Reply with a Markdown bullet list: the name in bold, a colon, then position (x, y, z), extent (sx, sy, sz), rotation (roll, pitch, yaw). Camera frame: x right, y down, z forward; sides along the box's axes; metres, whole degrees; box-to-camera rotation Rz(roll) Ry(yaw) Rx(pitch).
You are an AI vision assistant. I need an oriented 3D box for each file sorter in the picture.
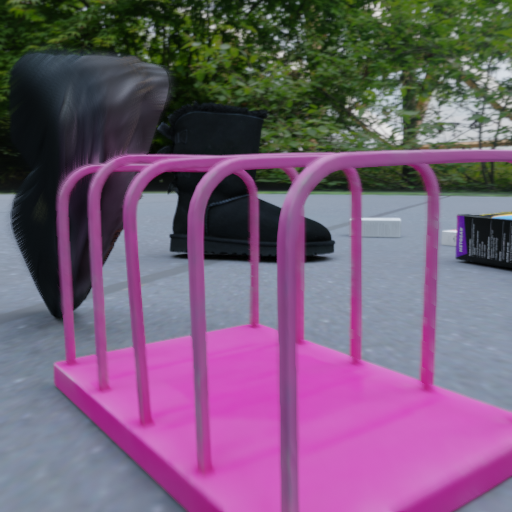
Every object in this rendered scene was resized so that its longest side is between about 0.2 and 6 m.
- **file sorter**: position (0.055, 0.216, 3.562), extent (1.912, 1.726, 2.751), rotation (-7, 11, -36)

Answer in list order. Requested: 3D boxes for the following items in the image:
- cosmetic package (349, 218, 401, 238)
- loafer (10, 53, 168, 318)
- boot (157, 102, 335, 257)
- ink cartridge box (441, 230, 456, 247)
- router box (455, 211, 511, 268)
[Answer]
- **cosmetic package**: position (3.025, -0.719, 14.254), extent (1.281, 0.474, 0.651), rotation (0, 8, 14)
- **loafer**: position (-1.608, -0.473, 5.423), extent (1.162, 1.170, 3.214), rotation (-22, -22, -36)
- **boot**: position (-0.173, -1.389, 10.576), extent (3.400, 2.786, 1.258), rotation (3, 2, 9)
- **ink cartridge box**: position (4.664, -0.371, 12.304), extent (0.578, 0.335, 0.993), rotation (-6, 11, -37)
- **router box**: position (5.752, -0.299, 9.737), extent (3.601, 0.920, 2.686), rotation (-5, 10, -29)
